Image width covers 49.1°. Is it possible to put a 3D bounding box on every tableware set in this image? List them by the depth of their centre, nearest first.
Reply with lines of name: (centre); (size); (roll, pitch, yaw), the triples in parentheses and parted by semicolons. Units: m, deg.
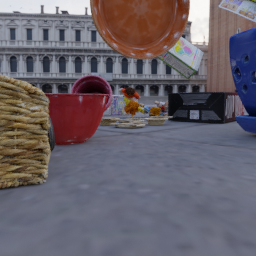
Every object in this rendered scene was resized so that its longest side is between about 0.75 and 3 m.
tableware set: (0.098, -0.229, 8.613); (1.912, 0.266, 2.289); (5, 7, 41)

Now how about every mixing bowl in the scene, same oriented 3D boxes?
mixing bowl: (-1.135, -0.184, 5.055); (1.607, 0.870, 1.607); (-1, 6, 0)

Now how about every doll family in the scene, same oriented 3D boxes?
doll family: (0.764, -0.835, 11.893); (2.693, 1.214, 1.672); (17, -3, -3)

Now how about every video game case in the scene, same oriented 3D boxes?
video game case: (-0.238, -1.163, 14.262); (1.427, 1.021, 0.129); (-1, 17, -13)

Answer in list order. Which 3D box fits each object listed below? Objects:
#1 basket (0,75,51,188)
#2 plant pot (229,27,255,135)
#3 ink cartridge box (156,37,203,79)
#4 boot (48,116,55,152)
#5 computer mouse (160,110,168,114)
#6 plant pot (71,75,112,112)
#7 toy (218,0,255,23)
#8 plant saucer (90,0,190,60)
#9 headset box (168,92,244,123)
basket: (-1.553, -0.024, 2.549); (1.457, 1.040, 1.086); (-3, 7, -30)
plant pot: (3.588, -0.862, 5.408); (2.391, 2.149, 2.391); (-2, 5, -19)
ink cartridge box: (1.581, -2.651, 9.604); (1.929, 1.001, 0.572); (32, -34, -11)
boot: (-1.947, 0.178, 3.554); (1.747, 0.605, 1.521); (0, 9, 41)
computer mouse: (2.064, -0.721, 13.246); (1.775, 0.389, 0.973); (9, 14, 28)
plant pot: (-1.724, -1.445, 13.941); (1.952, 1.952, 1.747); (0, -10, 1)
toy: (2.821, -2.389, 5.308); (1.851, 1.066, 0.437); (30, -19, 17)
plant saucer: (0.309, -2.899, 6.624); (2.484, 2.484, 0.401); (-2, 15, -19)
headset box: (3.042, -0.814, 10.496); (2.052, 1.065, 2.757); (4, 9, 37)
